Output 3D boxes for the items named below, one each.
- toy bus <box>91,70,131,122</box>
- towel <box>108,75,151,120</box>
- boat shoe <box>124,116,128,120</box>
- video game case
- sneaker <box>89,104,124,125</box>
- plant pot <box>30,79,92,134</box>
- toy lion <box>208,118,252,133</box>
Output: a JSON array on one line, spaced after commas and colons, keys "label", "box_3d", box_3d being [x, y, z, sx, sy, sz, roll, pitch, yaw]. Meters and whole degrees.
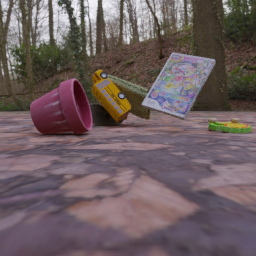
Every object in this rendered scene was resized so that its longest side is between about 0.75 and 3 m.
[{"label": "toy bus", "box_3d": [-0.771, -1.326, 11.448, 0.839, 2.144, 0.698, -37, -10, -23]}, {"label": "towel", "box_3d": [-0.034, -1.329, 12.252, 2.396, 1.778, 0.437, 27, 59, 23]}, {"label": "boat shoe", "box_3d": [-0.692, -0.685, 16.571, 1.413, 0.497, 0.497, 7, 4, -43]}, {"label": "video game case", "box_3d": [1.649, -1.449, 9.220, 1.621, 2.264, 0.204, 21, -16, 35]}, {"label": "sneaker", "box_3d": [-1.422, -0.504, 12.586, 1.286, 0.905, 2.420, -3, -8, 41]}, {"label": "plant pot", "box_3d": [-1.977, -0.491, 8.263, 1.425, 1.592, 1.592, -16, 2, 7]}, {"label": "toy lion", "box_3d": [3.303, -0.036, 9.121, 1.234, 0.424, 1.183, 0, 12, 6]}]
